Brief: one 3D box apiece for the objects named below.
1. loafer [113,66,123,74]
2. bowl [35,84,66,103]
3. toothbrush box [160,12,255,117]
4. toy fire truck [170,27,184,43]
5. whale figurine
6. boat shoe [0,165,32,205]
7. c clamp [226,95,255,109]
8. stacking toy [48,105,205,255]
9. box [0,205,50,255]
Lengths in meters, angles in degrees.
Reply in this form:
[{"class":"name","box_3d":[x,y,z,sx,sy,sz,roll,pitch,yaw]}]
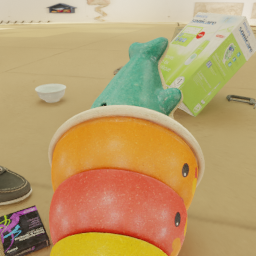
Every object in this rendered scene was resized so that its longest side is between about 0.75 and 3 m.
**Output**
[{"class":"loafer","box_3d":[-0.221,-2.838,13.383,1.219,0.383,0.438,-22,32,-39]},{"class":"bowl","box_3d":[-2.644,-1.172,9.671,1.031,0.463,1.031,0,25,0]},{"class":"toothbrush box","box_3d":[2.179,-2.097,8.860,2.920,1.257,2.126,-46,35,0]},{"class":"toy fire truck","box_3d":[2.239,-2.565,10.502,1.986,2.256,1.452,4,23,7]},{"class":"whale figurine","box_3d":[0.061,-0.706,5.893,2.201,2.767,1.436,5,-11,42]},{"class":"boat shoe","box_3d":[-2.873,0.854,5.028,2.312,0.659,0.773,5,25,12]},{"class":"c clamp","box_3d":[3.893,-0.964,9.595,1.113,0.151,0.951,17,30,32]},{"class":"stacking toy","box_3d":[-0.146,1.395,3.092,2.170,2.170,2.970,2,44,5]},{"class":"box","box_3d":[-1.570,1.533,4.169,0.602,0.152,0.842,-14,29,-28]}]
